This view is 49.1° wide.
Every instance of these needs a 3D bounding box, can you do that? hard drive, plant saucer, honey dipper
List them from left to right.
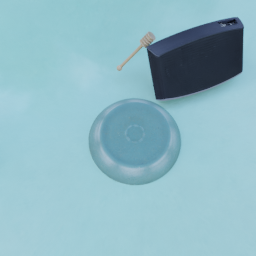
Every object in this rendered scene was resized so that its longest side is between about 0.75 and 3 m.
[{"bbox_3d":[0.158,-1.881,7.114,0.261,1.377,0.261,24,47,-29],"label":"honey dipper"},{"bbox_3d":[0.176,0.206,7.038,2.381,0.428,2.381,0,67,0],"label":"plant saucer"},{"bbox_3d":[1.808,-1.676,7.128,2.504,1.689,0.530,-20,36,-8],"label":"hard drive"}]
